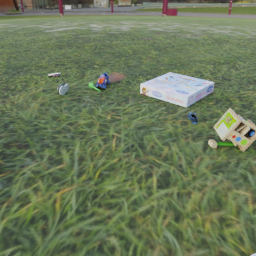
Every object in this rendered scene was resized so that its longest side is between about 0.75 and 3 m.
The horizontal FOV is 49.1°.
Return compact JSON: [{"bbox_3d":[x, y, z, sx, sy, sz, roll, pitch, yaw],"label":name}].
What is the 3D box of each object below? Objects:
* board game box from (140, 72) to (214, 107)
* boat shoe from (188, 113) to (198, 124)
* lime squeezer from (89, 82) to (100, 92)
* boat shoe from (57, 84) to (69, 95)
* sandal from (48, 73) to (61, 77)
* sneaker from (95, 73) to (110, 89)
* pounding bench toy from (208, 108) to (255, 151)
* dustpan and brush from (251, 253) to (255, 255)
[{"bbox_3d":[2.539,-2.058,14.396,2.762,0.568,2.755,22,35,36],"label":"board game box"},{"bbox_3d":[2.750,-0.477,11.693,0.365,0.298,0.867,-5,28,-9],"label":"boat shoe"},{"bbox_3d":[-1.843,-2.292,14.984,0.542,0.289,1.535,2,22,-16],"label":"lime squeezer"},{"bbox_3d":[-3.428,-1.986,14.412,0.404,0.507,1.340,3,16,4],"label":"boat shoe"},{"bbox_3d":[-4.451,-3.213,17.027,0.863,0.212,0.351,-4,10,21],"label":"sandal"},{"bbox_3d":[-1.433,-2.590,15.355,0.606,0.631,1.609,3,28,8],"label":"sneaker"},{"bbox_3d":[3.642,0.285,9.735,1.114,1.428,0.887,27,24,-18],"label":"pounding bench toy"},{"bbox_3d":[2.232,3.045,4.474,2.725,0.780,1.902,-15,31,-26],"label":"dustpan and brush"}]
